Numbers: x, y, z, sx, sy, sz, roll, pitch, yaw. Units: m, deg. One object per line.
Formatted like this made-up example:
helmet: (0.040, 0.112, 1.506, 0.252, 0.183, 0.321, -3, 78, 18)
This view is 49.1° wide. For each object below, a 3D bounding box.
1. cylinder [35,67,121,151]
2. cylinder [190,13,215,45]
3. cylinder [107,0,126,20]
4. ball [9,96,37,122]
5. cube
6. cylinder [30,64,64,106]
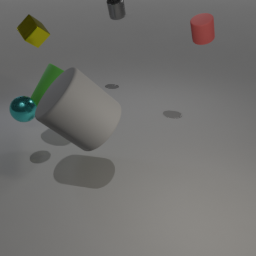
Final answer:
cylinder: (-1.111, -0.402, 6.354, 1.400, 1.400, 1.400, -34, 34, 28)
cylinder: (2.345, -3.105, 8.798, 0.700, 0.700, 0.700, -11, 48, 12)
cylinder: (-0.485, -4.997, 11.668, 0.700, 0.700, 0.700, -5, 50, 6)
ball: (-2.749, -0.497, 7.378, 0.700, 0.700, 0.700, 0, 28, 0)
cube: (-3.366, -3.438, 9.983, 0.700, 0.700, 0.700, 53, 14, 19)
cylinder: (-2.267, -1.157, 9.178, 1.400, 1.400, 1.400, 29, 3, -2)
